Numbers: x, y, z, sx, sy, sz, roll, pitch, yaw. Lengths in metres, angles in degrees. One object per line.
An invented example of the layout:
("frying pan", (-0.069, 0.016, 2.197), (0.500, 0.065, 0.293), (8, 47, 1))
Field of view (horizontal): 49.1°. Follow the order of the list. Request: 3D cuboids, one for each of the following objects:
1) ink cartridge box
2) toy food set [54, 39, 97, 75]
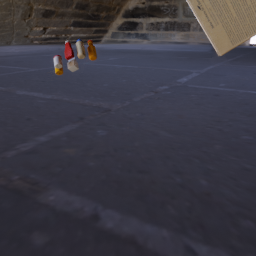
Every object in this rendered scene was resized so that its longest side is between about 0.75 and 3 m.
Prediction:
("ink cartridge box", (2.671, -3.333, 7.201), (1.906, 2.314, 0.869), (-27, 40, 25))
("toy food set", (-1.423, -1.847, 7.088), (1.197, 0.538, 0.571), (-21, -24, 20))
